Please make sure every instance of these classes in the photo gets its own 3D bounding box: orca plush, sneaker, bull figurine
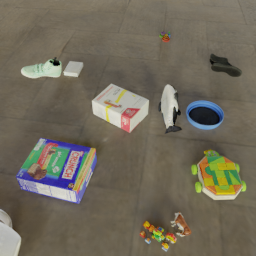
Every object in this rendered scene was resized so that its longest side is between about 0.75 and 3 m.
[{"bbox_3d":[2.016,-0.757,11.841,0.859,1.272,2.417,19,39,-25],"label":"orca plush"},{"bbox_3d":[4.987,-3.235,14.331,1.834,0.551,0.957,20,55,22],"label":"sneaker"},{"bbox_3d":[1.621,2.993,8.712,0.483,0.259,0.796,-22,50,-17],"label":"bull figurine"},{"bbox_3d":[-3.397,-2.442,11.057,1.546,0.912,0.569,-5,67,-23],"label":"sneaker"}]

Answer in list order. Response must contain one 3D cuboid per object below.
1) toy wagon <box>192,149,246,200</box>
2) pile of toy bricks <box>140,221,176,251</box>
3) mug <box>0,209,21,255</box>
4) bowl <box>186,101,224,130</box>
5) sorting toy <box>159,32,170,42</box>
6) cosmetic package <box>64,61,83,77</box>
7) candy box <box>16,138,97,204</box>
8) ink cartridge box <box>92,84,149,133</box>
[{"bbox_3d":[3.136,1.534,9.959,1.655,0.422,2.133,-1,47,-2],"label":"toy wagon"},{"bbox_3d":[0.863,3.174,8.346,1.089,0.538,0.604,27,53,23],"label":"pile of toy bricks"},{"bbox_3d":[-4.197,3.098,7.542,2.434,2.050,2.776,15,20,-10],"label":"mug"},{"bbox_3d":[3.279,-0.551,11.992,1.571,0.308,1.571,0,47,0],"label":"bowl"},{"bbox_3d":[2.216,-5.469,16.530,0.582,0.398,0.969,-12,48,-10],"label":"sorting toy"},{"bbox_3d":[-2.783,-3.034,14.354,0.725,0.249,0.962,10,48,6],"label":"cosmetic package"},{"bbox_3d":[-2.408,1.424,9.773,2.177,0.839,1.841,11,47,9],"label":"candy box"},{"bbox_3d":[-0.329,-0.894,11.943,1.998,0.833,1.450,26,52,23],"label":"ink cartridge box"}]
